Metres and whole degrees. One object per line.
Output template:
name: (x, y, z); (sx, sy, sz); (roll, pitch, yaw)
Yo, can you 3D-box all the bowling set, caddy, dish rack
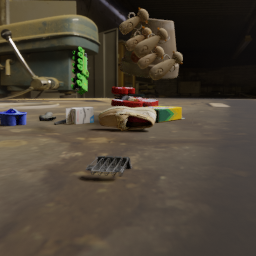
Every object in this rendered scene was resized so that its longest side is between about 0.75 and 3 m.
bowling set: (0.634, -2.756, 9.253); (1.204, 2.242, 1.561); (-36, 18, -2)
caddy: (-4.925, -0.497, 11.987); (1.348, 0.707, 0.953); (7, 12, 43)
dish rack: (-0.338, 0.696, 4.982); (0.696, 0.248, 0.908); (0, 9, 10)

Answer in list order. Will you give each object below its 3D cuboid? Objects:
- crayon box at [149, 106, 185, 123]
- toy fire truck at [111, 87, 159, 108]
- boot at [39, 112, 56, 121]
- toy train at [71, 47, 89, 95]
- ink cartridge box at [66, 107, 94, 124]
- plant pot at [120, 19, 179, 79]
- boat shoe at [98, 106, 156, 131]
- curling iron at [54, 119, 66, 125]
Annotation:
crayon box: (1.582, -0.723, 13.899); (1.547, 0.635, 2.461); (7, 10, 40)
toy fire truck: (0.353, -1.505, 16.355); (2.386, 1.593, 2.841); (8, 11, 20)
boot: (-3.812, -0.516, 13.751); (0.678, 0.351, 1.037); (7, 17, 15)
toy train: (-1.820, -2.230, 10.787); (0.460, 2.205, 0.622); (-26, -39, 30)
ink cartridge box: (-2.101, -0.541, 12.317); (1.206, 0.699, 0.409); (-8, 12, -42)
plant pot: (1.064, -3.687, 12.732); (2.742, 2.379, 2.742); (4, 22, -2)
boat shoe: (-0.073, -0.292, 10.192); (2.178, 0.803, 0.753); (-5, 39, 11)
curling iron: (-2.674, -0.322, 12.538); (0.399, 0.206, 1.610); (6, 10, 34)
